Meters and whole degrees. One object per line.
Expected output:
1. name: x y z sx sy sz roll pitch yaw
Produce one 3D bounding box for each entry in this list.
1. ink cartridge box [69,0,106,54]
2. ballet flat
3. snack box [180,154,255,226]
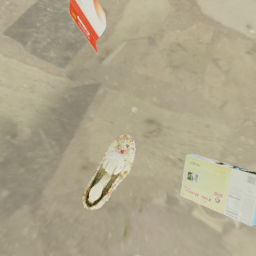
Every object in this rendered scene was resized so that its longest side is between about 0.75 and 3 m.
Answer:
1. ink cartridge box: -0.901 -2.662 6.476 0.379 1.227 1.513 -22 52 14
2. ballet flat: -0.234 0.582 3.436 0.405 0.343 1.072 29 101 9
3. snack box: 1.858 1.189 5.714 1.655 0.307 0.961 15 100 47
